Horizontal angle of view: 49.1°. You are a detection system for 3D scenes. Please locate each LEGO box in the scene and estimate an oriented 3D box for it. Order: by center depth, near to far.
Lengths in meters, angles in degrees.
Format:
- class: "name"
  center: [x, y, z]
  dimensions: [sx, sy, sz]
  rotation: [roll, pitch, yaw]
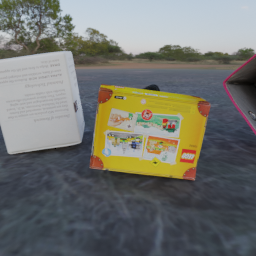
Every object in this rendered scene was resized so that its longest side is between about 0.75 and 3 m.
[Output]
- class: "LEGO box"
  center: [0.361, 0.062, 5.240]
  dimensions: [1.971, 1.468, 0.760]
  rotation: [8, 16, -4]

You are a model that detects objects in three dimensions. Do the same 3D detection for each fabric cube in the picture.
- class: "fabric cube"
  center: [3.830, -0.860, 6.344]
  dimensions: [2.028, 1.996, 2.034]
  rotation: [-8, -26, -47]

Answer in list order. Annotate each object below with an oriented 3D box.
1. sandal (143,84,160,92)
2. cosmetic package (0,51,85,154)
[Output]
- class: "sandal"
  center: [0.552, -1.387, 12.159]
  dimensions: [1.962, 0.737, 0.470]
  rotation: [-11, 16, 33]
- class: "cosmetic package"
  center: [-2.172, -0.739, 7.090]
  dimensions: [1.782, 2.159, 1.780]
  rotation: [-9, 17, -3]
